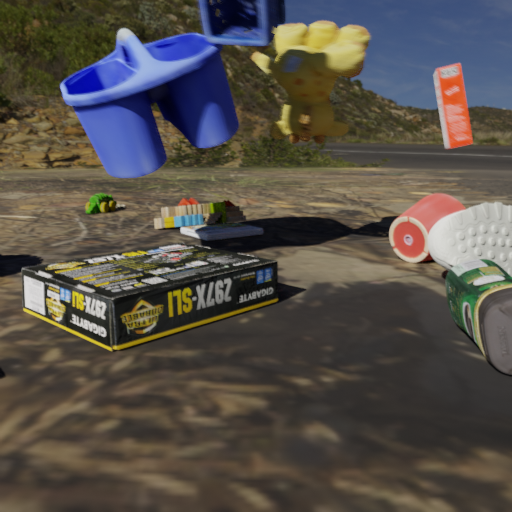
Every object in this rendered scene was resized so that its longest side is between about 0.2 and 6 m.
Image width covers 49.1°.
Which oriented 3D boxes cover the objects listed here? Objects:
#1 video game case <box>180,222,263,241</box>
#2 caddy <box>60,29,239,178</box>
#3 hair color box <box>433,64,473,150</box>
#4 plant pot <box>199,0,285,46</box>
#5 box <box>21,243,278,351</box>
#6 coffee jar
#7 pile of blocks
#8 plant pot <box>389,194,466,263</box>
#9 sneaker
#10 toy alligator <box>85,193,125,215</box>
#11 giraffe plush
[{"bbox_3d":[-0.814,-0.584,13.178,1.494,0.171,1.360,-8,14,-32],"label":"video game case"},{"bbox_3d":[-1.853,-2.816,9.387,2.585,1.919,3.656,-24,29,-10],"label":"caddy"},{"bbox_3d":[3.257,-2.447,9.287,0.395,1.291,0.655,-11,7,14],"label":"hair color box"},{"bbox_3d":[-0.146,-3.667,7.982,1.029,1.029,0.925,13,45,24],"label":"plant pot"},{"bbox_3d":[-1.304,0.381,7.235,2.078,0.642,2.602,8,14,42],"label":"box"},{"bbox_3d":[2.458,0.578,5.698,0.674,0.824,1.580,-12,11,8],"label":"coffee jar"},{"bbox_3d":[-1.410,-1.119,13.933,2.260,0.702,0.928,-6,3,-11],"label":"pile of blocks"},{"bbox_3d":[3.096,-0.436,10.211,1.082,1.223,1.223,-21,22,-35],"label":"plant pot"},{"bbox_3d":[3.867,-0.180,9.170,3.366,1.286,1.355,-2,-1,-32],"label":"sneaker"},{"bbox_3d":[-4.743,-1.699,17.661,0.632,0.578,2.131,3,12,16],"label":"toy alligator"},{"bbox_3d":[1.026,-3.023,10.259,1.903,1.789,2.206,19,49,26],"label":"giraffe plush"}]
